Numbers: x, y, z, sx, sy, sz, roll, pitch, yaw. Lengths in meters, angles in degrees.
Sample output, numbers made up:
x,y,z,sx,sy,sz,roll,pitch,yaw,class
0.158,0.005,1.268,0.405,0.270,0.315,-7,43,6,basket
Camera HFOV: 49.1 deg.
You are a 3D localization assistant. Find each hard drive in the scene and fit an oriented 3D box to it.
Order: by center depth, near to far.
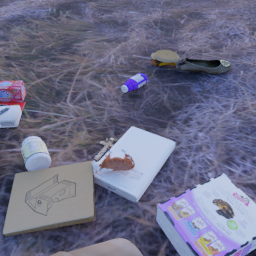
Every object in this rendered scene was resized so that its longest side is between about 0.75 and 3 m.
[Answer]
x,y,z,sx,sy,sz,roll,pitch,yaw,class
0.198,1.102,9.619,1.855,0.375,2.812,20,44,24,hard drive

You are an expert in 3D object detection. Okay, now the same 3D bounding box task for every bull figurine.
x,y,z,sx,sy,sz,roll,pitch,yaw,class
-0.463,1.094,8.980,1.373,0.447,0.834,2,39,2,bull figurine

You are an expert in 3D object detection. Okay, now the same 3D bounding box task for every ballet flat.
x,y,z,sx,sy,sz,roll,pitch,yaw,class
4.044,-3.392,14.897,2.993,0.694,1.008,2,39,3,ballet flat

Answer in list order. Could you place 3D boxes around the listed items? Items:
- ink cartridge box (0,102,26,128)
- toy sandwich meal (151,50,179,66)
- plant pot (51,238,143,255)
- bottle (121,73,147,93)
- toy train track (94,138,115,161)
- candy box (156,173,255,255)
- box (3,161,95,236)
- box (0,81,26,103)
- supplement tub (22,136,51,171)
x,y,z,sx,sy,sz,roll,pitch,yaw,class
-5.562,-0.704,11.786,2.067,0.462,1.821,-3,40,-4,ink cartridge box
2.073,-3.856,15.652,1.601,0.548,1.601,3,39,-2,toy sandwich meal
-0.574,3.320,5.835,1.837,2.117,2.117,-15,39,-43,plant pot
0.286,-2.155,13.540,0.626,0.489,1.499,29,47,28,bottle
-0.853,0.720,10.236,0.707,0.201,1.233,17,43,20,toy train track
2.278,2.525,7.491,2.366,0.846,1.984,-19,43,-21,candy box
-2.238,2.008,8.304,2.516,0.268,2.057,-9,42,-1,box
-5.521,-1.647,12.715,1.532,0.731,0.764,-2,39,-2,box
-3.144,0.889,9.526,0.822,0.822,1.134,-17,42,-20,supplement tub
